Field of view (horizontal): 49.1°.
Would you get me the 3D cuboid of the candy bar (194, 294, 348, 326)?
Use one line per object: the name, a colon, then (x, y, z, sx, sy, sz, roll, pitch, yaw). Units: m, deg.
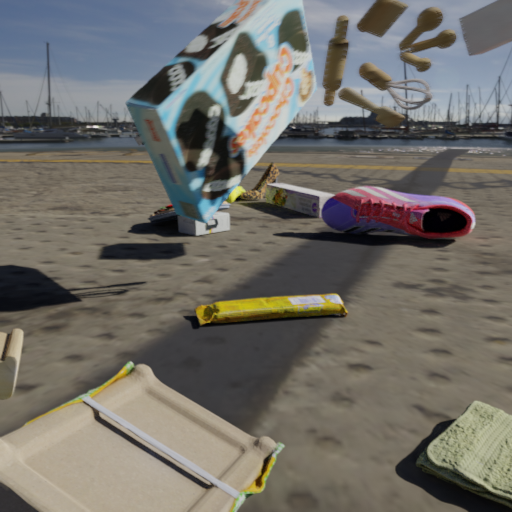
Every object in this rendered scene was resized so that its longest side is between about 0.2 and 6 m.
candy bar: (0.223, 0.685, 7.173, 1.988, 0.220, 0.496, -2, 18, -12)

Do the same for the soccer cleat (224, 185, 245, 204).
soccer cleat: (-0.729, -1.977, 16.891, 0.852, 0.659, 2.038, 0, 14, -7)

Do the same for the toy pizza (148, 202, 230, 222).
toy pizza: (-1.576, -1.105, 13.087, 1.954, 0.310, 1.954, -11, 2, 0)

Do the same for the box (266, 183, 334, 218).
box: (1.171, -1.554, 15.358, 0.609, 0.569, 2.940, -7, 16, -26)

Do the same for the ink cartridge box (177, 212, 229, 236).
ink cartridge box: (-1.169, -0.731, 12.422, 0.949, 0.393, 0.691, -12, 17, -40)

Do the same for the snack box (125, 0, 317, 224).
snack box: (-0.275, -2.274, 7.936, 0.612, 1.915, 3.296, 18, 57, 30)

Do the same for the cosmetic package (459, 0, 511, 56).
cosmetic package: (4.579, -4.339, 10.403, 0.555, 0.772, 1.367, -22, 9, -37)

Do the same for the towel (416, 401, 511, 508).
towel: (1.787, 1.450, 4.165, 0.821, 0.202, 1.107, 13, 19, 40)

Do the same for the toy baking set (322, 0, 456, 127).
toy baking set: (1.707, -2.453, 7.520, 1.681, 2.190, 0.255, -1, 58, -7)

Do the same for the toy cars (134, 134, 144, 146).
toy cars: (-1.986, -2.453, 10.481, 0.387, 0.863, 0.191, 19, 14, -15)

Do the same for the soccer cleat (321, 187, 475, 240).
soccer cleat: (2.913, -0.862, 11.671, 3.142, 1.048, 1.201, 6, 9, 10)

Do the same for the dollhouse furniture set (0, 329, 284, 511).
dollhouse furniture set: (-1.715, 1.368, 3.883, 3.427, 1.323, 1.713, 25, 14, 17)

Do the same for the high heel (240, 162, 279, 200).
high heel: (0.069, -2.289, 17.190, 1.550, 1.105, 0.553, -13, 19, -41)
